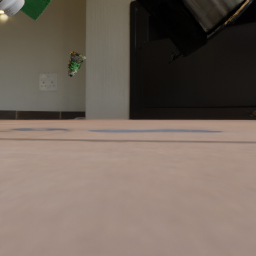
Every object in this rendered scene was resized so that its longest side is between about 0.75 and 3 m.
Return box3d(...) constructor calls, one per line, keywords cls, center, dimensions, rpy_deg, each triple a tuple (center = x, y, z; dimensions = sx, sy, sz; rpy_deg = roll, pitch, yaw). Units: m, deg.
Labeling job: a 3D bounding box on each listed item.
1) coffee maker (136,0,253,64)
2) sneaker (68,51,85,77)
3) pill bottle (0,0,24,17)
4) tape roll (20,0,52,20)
box3d(cls="coffee maker", center=(0.849, -2.876, 5.794), dimensions=(2.493, 2.595, 1.748), rpy_deg=(-37, 12, 39))
box3d(cls="sneaker", center=(-1.124, -1.323, 5.966), dimensions=(0.328, 0.378, 0.852), rpy_deg=(13, -15, -14))
box3d(cls="pill bottle", center=(-2.474, -2.628, 5.055), dimensions=(0.657, 0.657, 1.168), rpy_deg=(1, -29, 35))
box3d(cls="tape roll", center=(-1.757, -3.595, 6.501), dimensions=(0.541, 2.250, 2.250), rpy_deg=(34, -16, -29))
